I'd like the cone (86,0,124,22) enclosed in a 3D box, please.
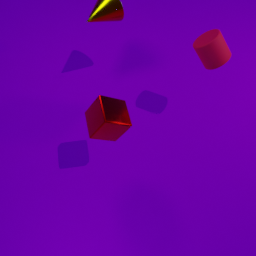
[{"bbox_3d":[-0.768,-3.120,7.628,0.949,0.946,0.946,-40,72,-17],"label":"cone"}]

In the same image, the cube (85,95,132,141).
[{"bbox_3d":[-0.454,-0.200,6.291,0.718,0.718,0.718,9,53,-36],"label":"cube"}]

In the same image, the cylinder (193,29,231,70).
[{"bbox_3d":[2.047,-1.908,6.825,0.702,0.702,0.702,-30,31,20],"label":"cylinder"}]
